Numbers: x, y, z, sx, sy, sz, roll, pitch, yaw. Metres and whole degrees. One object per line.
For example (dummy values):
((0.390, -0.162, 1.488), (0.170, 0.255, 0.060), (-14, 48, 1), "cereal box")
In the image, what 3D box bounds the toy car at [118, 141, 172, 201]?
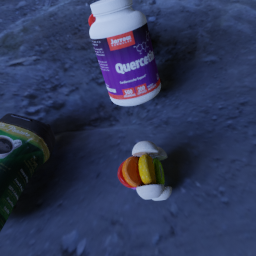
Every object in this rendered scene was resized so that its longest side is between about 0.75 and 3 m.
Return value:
((0.350, 1.061, 6.557), (1.087, 1.450, 1.269), (-15, 69, 21), "toy car")

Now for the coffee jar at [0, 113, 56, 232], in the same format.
((-2.967, 0.973, 6.541), (1.516, 1.241, 2.908), (14, 51, 14), "coffee jar")

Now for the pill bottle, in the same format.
((-0.092, -2.088, 7.677), (1.548, 2.752, 1.548), (-13, 29, 8), "pill bottle")

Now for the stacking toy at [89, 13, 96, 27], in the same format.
((-0.658, -3.258, 9.671), (1.025, 1.025, 2.401), (-25, 52, -16), "stacking toy")
